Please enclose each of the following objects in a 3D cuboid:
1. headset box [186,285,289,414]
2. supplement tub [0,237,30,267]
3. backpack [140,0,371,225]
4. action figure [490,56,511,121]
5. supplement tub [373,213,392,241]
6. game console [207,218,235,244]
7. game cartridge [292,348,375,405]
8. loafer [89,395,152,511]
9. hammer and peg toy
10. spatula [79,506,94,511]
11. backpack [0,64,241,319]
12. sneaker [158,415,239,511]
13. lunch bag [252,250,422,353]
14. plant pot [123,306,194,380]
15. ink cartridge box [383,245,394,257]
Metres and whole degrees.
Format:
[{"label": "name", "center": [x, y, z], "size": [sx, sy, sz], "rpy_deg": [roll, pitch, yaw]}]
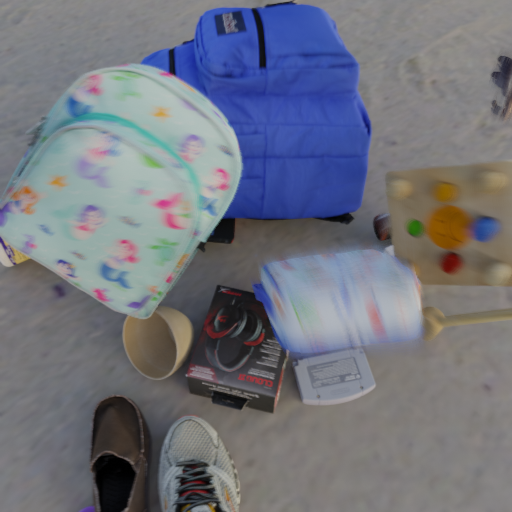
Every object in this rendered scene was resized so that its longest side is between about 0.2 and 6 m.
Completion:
[{"label": "headset box", "center": [-0.224, 1.665, 9.631], "size": [1.527, 0.771, 2.055], "rpy_deg": [12, 55, 8]}, {"label": "supplement tub", "center": [-4.422, -0.567, 11.059], "size": [1.548, 1.126, 1.126], "rpy_deg": [-25, 57, -16]}, {"label": "backpack", "center": [-0.344, -2.852, 11.125], "size": [4.461, 3.743, 3.625], "rpy_deg": [-6, 39, -4]}, {"label": "action figure", "center": [4.810, -3.128, 10.586], "size": [0.862, 1.325, 0.459], "rpy_deg": [-52, 47, -1]}, {"label": "supplement tub", "center": [2.894, -0.648, 11.252], "size": [0.982, 0.525, 0.525], "rpy_deg": [-12, 54, -4]}, {"label": "game console", "center": [-1.171, -0.745, 11.464], "size": [1.495, 0.232, 1.322], "rpy_deg": [5, 36, -4]}, {"label": "game cartridge", "center": [1.341, 2.107, 9.656], "size": [1.297, 0.262, 0.865], "rpy_deg": [-9, 51, -7]}, {"label": "loafer", "center": [-2.032, 3.045, 8.412], "size": [0.912, 0.887, 2.498], "rpy_deg": [-14, 44, -10]}, {"label": "hammer and peg toy", "center": [3.451, -0.084, 9.619], "size": [2.208, 3.002, 1.059], "rpy_deg": [-1, 16, 34]}, {"label": "spatula", "center": [-1.597, 4.276, 8.022], "size": [2.483, 0.255, 0.702], "rpy_deg": [17, 46, 8]}, {"label": "backpack", "center": [-1.929, -1.069, 8.466], "size": [3.064, 2.599, 3.452], "rpy_deg": [35, 101, -12]}, {"label": "sneaker", "center": [-0.699, 3.597, 7.796], "size": [1.223, 1.290, 3.141], "rpy_deg": [-6, 44, -12]}, {"label": "lunch bag", "center": [1.116, 0.620, 8.534], "size": [2.221, 2.772, 1.047], "rpy_deg": [-8, 99, -4]}, {"label": "plant pot", "center": [-1.566, 1.400, 9.711], "size": [1.259, 1.259, 0.845], "rpy_deg": [35, 27, 23]}, {"label": "ink cartridge box", "center": [3.242, 0.003, 11.057], "size": [1.323, 0.445, 0.775], "rpy_deg": [-22, 57, -16]}]
